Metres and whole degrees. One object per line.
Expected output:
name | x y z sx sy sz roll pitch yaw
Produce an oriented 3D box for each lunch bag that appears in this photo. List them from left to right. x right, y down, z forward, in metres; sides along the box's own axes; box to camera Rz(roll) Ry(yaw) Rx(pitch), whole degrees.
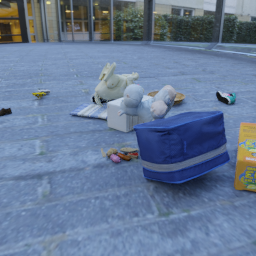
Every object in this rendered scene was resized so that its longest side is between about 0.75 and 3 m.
lunch bag | 1.662 0.558 8.209 2.699 1.786 1.834 -14 9 -30

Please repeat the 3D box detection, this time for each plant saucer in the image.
plant saucer | 2.068 -1.611 15.277 2.074 0.367 2.074 0 22 0

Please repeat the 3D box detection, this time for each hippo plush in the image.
hippo plush | 0.630 -0.849 9.843 1.666 2.072 1.650 26 54 11

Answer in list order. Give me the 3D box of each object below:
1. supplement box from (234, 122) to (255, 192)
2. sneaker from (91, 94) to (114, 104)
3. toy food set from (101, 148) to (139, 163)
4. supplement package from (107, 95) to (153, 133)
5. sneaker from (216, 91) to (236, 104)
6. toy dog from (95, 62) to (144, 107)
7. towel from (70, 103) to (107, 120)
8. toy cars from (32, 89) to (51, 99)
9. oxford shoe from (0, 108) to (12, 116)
supplement box | 3.872 0.797 8.615 0.991 1.024 2.978 6 26 21
sneaker | -1.088 -1.548 14.326 1.782 0.711 1.160 0 13 5
toy food set | -0.229 0.923 9.381 1.335 0.210 0.848 3 22 -13
supplement package | 0.127 -0.693 12.058 1.106 1.110 1.892 18 28 37
sneaker | 5.438 -1.714 15.267 0.789 0.547 1.307 -11 32 -13
toy dog | -0.248 -1.804 13.577 2.359 2.287 1.646 27 -6 -21
towel | -1.518 -0.795 13.470 2.119 0.252 1.556 7 24 18
toy cars | -5.013 -1.956 16.208 0.684 0.338 1.526 10 19 0
oxford shoe | -5.981 -0.783 13.290 0.860 0.363 0.312 -21 32 -38
